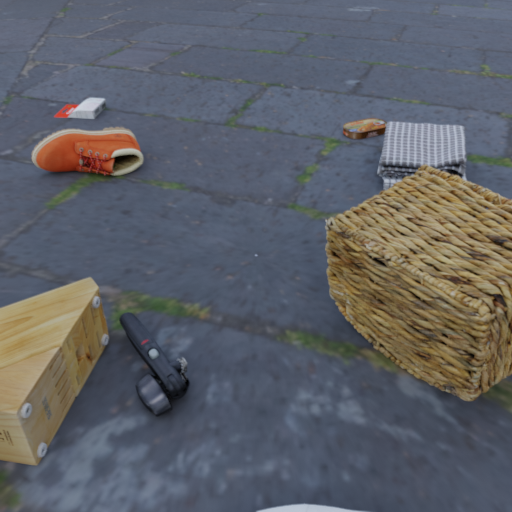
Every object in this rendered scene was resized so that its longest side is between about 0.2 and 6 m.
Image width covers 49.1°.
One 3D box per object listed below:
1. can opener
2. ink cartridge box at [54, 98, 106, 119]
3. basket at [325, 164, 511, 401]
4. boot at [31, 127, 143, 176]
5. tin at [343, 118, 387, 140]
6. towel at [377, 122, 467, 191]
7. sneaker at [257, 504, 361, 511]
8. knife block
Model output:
[{"bbox_3d":[-1.422,1.309,7.450,0.694,0.560,1.767,-21,43,-22],"label":"can opener"},{"bbox_3d":[-4.800,-4.036,15.256,1.161,0.331,0.943,8,36,4],"label":"ink cartridge box"},{"bbox_3d":[2.547,0.341,7.532,2.044,1.958,2.743,-29,41,-24],"label":"basket"},{"bbox_3d":[-3.627,-2.175,12.201,2.316,0.869,1.242,-15,43,-21],"label":"boot"},{"bbox_3d":[2.745,-3.211,14.137,1.206,0.253,0.675,-15,43,-21],"label":"tin"},{"bbox_3d":[3.600,-2.191,12.094,1.802,0.931,2.176,7,36,12],"label":"towel"},{"bbox_3d":[0.731,2.810,5.319,1.897,0.693,0.672,-2,49,9],"label":"sneaker"},{"bbox_3d":[-3.681,1.448,6.907,2.769,1.009,3.154,8,37,8],"label":"knife block"}]
